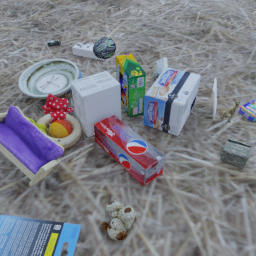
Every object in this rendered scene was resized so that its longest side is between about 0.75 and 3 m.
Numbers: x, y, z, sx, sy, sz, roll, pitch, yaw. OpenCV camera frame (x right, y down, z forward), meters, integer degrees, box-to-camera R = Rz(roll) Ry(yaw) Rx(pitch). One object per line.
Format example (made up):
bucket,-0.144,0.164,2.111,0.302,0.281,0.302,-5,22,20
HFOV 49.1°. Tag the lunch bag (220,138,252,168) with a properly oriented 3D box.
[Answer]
lunch bag,4.090,0.836,10.517,0.913,0.655,1.114,20,41,21

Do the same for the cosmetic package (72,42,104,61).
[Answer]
cosmetic package,-2.150,-4.501,16.321,2.017,0.511,0.833,14,46,15

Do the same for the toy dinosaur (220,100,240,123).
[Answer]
toy dinosaur,4.289,-0.681,11.712,0.488,1.678,0.848,33,85,3

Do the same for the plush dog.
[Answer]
plush dog,-0.236,2.858,8.383,1.136,0.912,0.976,6,50,49

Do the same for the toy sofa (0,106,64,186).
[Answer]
toy sofa,-3.586,0.520,9.455,2.668,1.302,1.105,42,17,3

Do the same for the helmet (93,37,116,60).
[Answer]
helmet,-1.011,-3.461,12.152,0.991,0.991,0.944,9,11,10

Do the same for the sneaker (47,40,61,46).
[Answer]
sneaker,-4.578,-5.309,17.333,0.831,0.323,0.359,-8,41,-9

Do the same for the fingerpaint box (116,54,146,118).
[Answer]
fingerpaint box,0.081,-1.856,12.285,0.784,2.136,1.782,-14,45,-14

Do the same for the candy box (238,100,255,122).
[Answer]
candy box,5.585,-0.781,12.431,0.975,0.375,0.824,-24,50,-22

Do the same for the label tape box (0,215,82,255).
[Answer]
label tape box,-2.603,3.439,7.616,2.432,0.770,1.754,6,43,6

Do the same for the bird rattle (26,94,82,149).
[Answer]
bird rattle,-2.943,-0.018,11.297,2.286,1.579,2.803,31,37,14

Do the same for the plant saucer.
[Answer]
plant saucer,-3.587,-2.152,13.031,2.800,0.703,2.800,-3,48,4

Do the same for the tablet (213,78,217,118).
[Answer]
tablet,3.711,-1.277,11.952,0.102,1.493,0.971,4,46,20

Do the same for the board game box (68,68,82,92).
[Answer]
board game box,-3.565,-2.193,13.891,2.667,0.519,2.107,-9,48,-2

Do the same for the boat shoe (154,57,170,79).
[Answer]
boat shoe,1.737,-2.827,14.473,0.790,0.774,2.218,-13,42,18

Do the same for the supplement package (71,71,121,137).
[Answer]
supplement package,-1.239,-0.966,11.372,1.620,2.080,1.153,-22,47,-22

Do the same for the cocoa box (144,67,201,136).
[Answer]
cocoa box,1.867,-1.203,11.941,1.621,1.648,2.471,19,46,19

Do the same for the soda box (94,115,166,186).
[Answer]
soda box,-0.027,0.739,10.385,1.035,0.937,2.956,-29,49,-29
